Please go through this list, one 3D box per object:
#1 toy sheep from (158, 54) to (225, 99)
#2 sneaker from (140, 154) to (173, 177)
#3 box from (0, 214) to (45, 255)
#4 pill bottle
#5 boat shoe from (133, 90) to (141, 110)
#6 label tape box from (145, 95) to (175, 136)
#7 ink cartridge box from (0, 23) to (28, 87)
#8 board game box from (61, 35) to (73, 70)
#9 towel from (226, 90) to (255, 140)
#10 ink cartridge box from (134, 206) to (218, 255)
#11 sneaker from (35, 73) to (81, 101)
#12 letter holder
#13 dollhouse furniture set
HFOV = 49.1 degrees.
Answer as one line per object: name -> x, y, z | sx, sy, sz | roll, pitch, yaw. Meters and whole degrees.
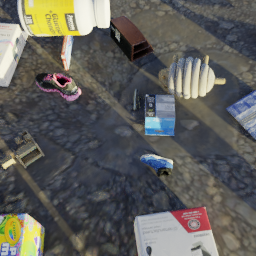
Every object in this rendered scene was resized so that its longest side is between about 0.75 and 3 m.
toy sheep -> 2.121, -1.712, 9.478 | 2.229, 1.537, 1.537 | 4, 59, 20
sneaker -> 0.843, 1.151, 8.380 | 0.999, 0.383, 0.556 | 14, 51, -4
box -> -3.564, 3.621, 6.217 | 2.800, 1.773, 2.907 | -2, 60, -1
pill bottle -> -2.143, -4.067, 9.731 | 2.892, 1.620, 1.620 | 0, 60, 5
boat shoe -> 0.329, -0.986, 9.732 | 0.241, 0.285, 0.801 | 5, 65, -3
label tape box -> 1.059, -0.445, 9.315 | 0.978, 0.451, 1.365 | 2, 59, 1
ink cartridge box -> -4.971, -3.012, 10.472 | 1.675, 0.963, 2.861 | 5, 60, 3
board game box -> -2.289, -3.075, 10.596 | 0.156, 0.824, 1.600 | 2, 60, -2
towel -> 4.599, -0.232, 9.309 | 1.635, 0.265, 2.226 | -30, 63, -14
ink cartridge box -> 1.241, 3.382, 6.767 | 1.856, 1.048, 2.529 | -7, 60, -5
sneaker -> -2.509, -1.640, 9.697 | 1.879, 0.896, 0.742 | 21, 65, 21
letter holder -> 0.205, -3.578, 10.895 | 1.168, 0.827, 1.644 | -26, 64, -16
dollhouse furniture set -> -3.347, 0.777, 8.675 | 1.129, 0.628, 0.998 | -35, 41, -18
